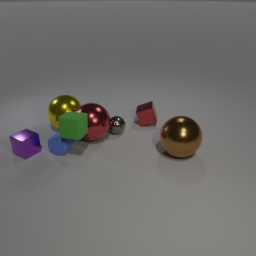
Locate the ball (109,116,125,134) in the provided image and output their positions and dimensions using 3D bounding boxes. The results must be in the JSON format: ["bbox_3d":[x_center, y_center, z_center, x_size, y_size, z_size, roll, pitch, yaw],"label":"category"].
[{"bbox_3d":[-0.447,-0.123,10.894,0.700,0.700,0.700,0,28,0],"label":"ball"}]

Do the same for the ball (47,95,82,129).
[{"bbox_3d":[-2.468,-0.614,11.078,1.400,1.400,1.400,0,28,0],"label":"ball"}]

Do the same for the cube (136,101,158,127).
[{"bbox_3d":[0.783,-0.585,11.573,0.700,0.700,0.700,-17,24,15],"label":"cube"}]

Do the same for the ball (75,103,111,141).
[{"bbox_3d":[-1.334,-0.227,10.315,1.400,1.400,1.400,0,28,0],"label":"ball"}]

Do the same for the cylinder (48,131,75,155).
[{"bbox_3d":[-2.312,0.476,9.763,0.700,0.700,0.700,10,30,18],"label":"cylinder"}]

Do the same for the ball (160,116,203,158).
[{"bbox_3d":[1.768,0.288,9.364,1.400,1.400,1.400,0,28,0],"label":"ball"}]

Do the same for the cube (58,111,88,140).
[{"bbox_3d":[-1.763,-0.088,9.084,0.700,0.700,0.700,7,22,14],"label":"cube"}]

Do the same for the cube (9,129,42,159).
[{"bbox_3d":[-3.521,0.538,9.653,0.700,0.700,0.700,18,32,30],"label":"cube"}]
